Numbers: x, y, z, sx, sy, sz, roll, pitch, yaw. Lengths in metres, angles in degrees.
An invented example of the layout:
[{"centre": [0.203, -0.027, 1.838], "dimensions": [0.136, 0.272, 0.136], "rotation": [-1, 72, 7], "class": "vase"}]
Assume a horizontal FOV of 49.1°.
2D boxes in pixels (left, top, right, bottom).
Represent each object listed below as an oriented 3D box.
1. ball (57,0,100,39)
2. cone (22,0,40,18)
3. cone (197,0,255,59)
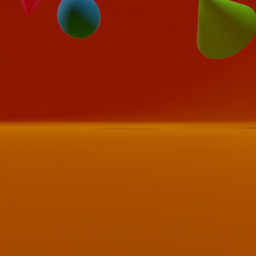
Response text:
[{"centre": [-1.212, -2.761, 6.939], "dimensions": [1.043, 1.043, 1.043], "rotation": [0, 1, 0], "class": "ball"}, {"centre": [-2.577, -3.472, 7.387], "dimensions": [1.080, 1.084, 1.080], "rotation": [11, 12, -2], "class": "cone"}, {"centre": [2.157, -2.866, 7.029], "dimensions": [1.640, 1.640, 1.646], "rotation": [1, -17, 40], "class": "cone"}]
